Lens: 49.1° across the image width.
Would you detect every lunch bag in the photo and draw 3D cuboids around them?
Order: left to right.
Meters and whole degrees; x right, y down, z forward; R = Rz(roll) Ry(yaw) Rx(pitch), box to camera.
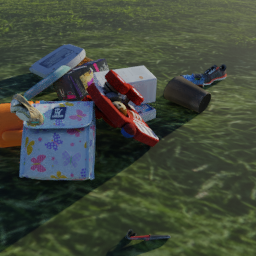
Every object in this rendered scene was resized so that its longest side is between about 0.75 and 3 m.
[{"bbox_3d":[-2.200,0.353,9.110,2.204,1.652,2.599,2,76,0],"label":"lunch bag"}]

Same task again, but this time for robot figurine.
[{"bbox_3d":[-4.052,-0.178,10.726,2.881,2.072,1.680,-6,79,-11],"label":"robot figurine"}]

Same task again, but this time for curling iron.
[{"bbox_3d":[0.544,2.939,7.654,1.229,0.157,0.305,1,35,2],"label":"curling iron"}]

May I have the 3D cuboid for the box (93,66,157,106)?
[{"bbox_3d":[-0.163,-1.814,12.522,2.462,1.200,1.532,-11,37,-16],"label":"box"}]

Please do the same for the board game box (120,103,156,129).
[{"bbox_3d":[-0.273,-0.997,12.861,1.763,0.483,2.793,-22,41,-27],"label":"board game box"}]

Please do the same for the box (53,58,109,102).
[{"bbox_3d":[-2.182,-2.315,13.649,1.537,1.334,2.515,4,29,44],"label":"box"}]

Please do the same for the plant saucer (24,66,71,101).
[{"bbox_3d":[-3.914,-2.174,13.300,2.731,0.374,2.731,-32,19,12],"label":"plant saucer"}]

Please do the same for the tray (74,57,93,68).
[{"bbox_3d":[-2.667,-3.864,16.966,1.070,0.402,2.169,-29,45,-35],"label":"tray"}]

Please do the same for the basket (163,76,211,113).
[{"bbox_3d":[2.824,-1.523,13.054,1.613,1.216,1.789,-25,46,-37],"label":"basket"}]

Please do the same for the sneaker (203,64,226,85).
[{"bbox_3d":[4.494,-3.016,15.317,2.231,0.913,0.860,-21,41,-27],"label":"sneaker"}]

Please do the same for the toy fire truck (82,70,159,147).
[{"bbox_3d":[-0.159,-0.526,10.191,1.656,2.954,2.481,-45,60,11],"label":"toy fire truck"}]

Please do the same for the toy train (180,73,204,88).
[{"bbox_3d":[3.128,-2.329,14.377,1.561,0.892,0.677,0,36,1],"label":"toy train"}]

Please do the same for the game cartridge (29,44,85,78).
[{"bbox_3d":[-4.026,-3.877,16.390,1.990,0.620,2.988,30,58,30],"label":"game cartridge"}]

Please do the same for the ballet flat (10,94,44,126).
[{"bbox_3d":[-3.035,-0.538,8.025,1.577,0.556,0.515,29,28,32],"label":"ballet flat"}]
